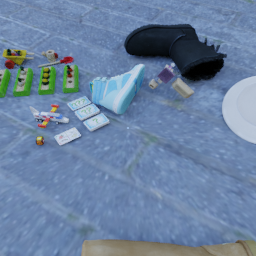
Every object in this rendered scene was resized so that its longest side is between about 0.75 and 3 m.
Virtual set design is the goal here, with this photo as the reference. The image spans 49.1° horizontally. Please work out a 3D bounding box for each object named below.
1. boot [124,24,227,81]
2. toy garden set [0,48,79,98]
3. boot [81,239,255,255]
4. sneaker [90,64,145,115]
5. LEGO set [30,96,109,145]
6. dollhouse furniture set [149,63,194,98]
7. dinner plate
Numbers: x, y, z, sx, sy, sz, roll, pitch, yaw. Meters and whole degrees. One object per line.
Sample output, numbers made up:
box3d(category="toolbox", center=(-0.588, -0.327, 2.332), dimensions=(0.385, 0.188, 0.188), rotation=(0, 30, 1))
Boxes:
box3d(category="boot", center=(1.507, -2.387, 9.010), dimensions=(2.786, 1.031, 2.283), rotation=(-12, 50, -14))
box3d(category="toy garden set", center=(-2.911, -1.924, 8.855), dimensions=(2.614, 0.522, 2.179), rotation=(-5, 47, -5))
box3d(category="boot", center=(0.754, 2.885, 4.139), dimensions=(2.984, 0.987, 2.613), rotation=(-1, 34, -3))
box3d(category="sneaker", center=(-0.353, -1.333, 8.118), dimensions=(1.291, 0.787, 1.978), rotation=(19, 50, 15))
box3d(category="LEGO set", center=(-1.662, -0.267, 7.391), dimensions=(1.902, 0.467, 1.421), rotation=(-26, 49, -22))
box3d(category="dollhouse furniture set", center=(1.348, -1.310, 8.151), dimensions=(1.113, 0.882, 0.790), rotation=(40, 46, -7))
box3d(category="dinner plate", center=(3.656, -0.571, 7.348), dimensions=(2.246, 0.272, 2.246), rotation=(-7, 57, 10))
